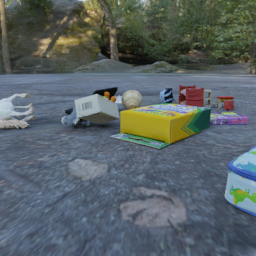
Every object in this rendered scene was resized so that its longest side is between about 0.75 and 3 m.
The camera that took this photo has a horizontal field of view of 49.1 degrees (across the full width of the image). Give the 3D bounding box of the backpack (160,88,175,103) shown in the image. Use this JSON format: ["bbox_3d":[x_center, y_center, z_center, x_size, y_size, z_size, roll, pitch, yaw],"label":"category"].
[{"bbox_3d":[1.957,-1.617,14.566,0.582,0.790,0.866,0,22,38],"label":"backpack"}]

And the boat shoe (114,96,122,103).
[{"bbox_3d":[-0.447,-1.533,14.903,1.122,0.384,0.404,12,18,41],"label":"boat shoe"}]

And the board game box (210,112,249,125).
[{"bbox_3d":[3.275,-0.365,10.396,1.936,0.313,1.162,-1,10,-4],"label":"board game box"}]

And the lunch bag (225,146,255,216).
[{"bbox_3d":[2.644,0.815,4.455,1.957,0.807,1.573,-13,22,-40],"label":"lunch bag"}]

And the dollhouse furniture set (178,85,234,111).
[{"bbox_3d":[3.724,-1.389,12.859,2.623,1.067,1.412,-1,14,-5],"label":"dollhouse furniture set"}]

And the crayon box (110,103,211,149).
[{"bbox_3d":[1.087,-0.202,8.667,1.828,0.750,2.907,11,18,39],"label":"crayon box"}]

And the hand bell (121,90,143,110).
[{"bbox_3d":[0.208,-0.856,11.750,0.956,0.956,1.836,0,26,-2],"label":"hand bell"}]

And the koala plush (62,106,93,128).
[{"bbox_3d":[-1.756,-0.342,9.453,0.777,0.805,0.876,8,28,31],"label":"koala plush"}]

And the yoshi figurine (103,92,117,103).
[{"bbox_3d":[-1.024,-1.016,10.866,0.741,0.738,1.318,-13,19,41],"label":"yoshi figurine"}]

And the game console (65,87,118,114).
[{"bbox_3d":[-1.560,-1.210,12.094,1.650,1.092,1.877,8,15,28],"label":"game console"}]

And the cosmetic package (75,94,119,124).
[{"bbox_3d":[-0.970,-0.583,9.164,0.834,0.589,1.611,-13,-9,17],"label":"cosmetic package"}]

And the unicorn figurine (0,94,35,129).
[{"bbox_3d":[-4.268,-0.634,10.029,1.660,0.893,2.418,-14,22,-16],"label":"unicorn figurine"}]
